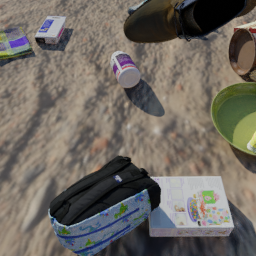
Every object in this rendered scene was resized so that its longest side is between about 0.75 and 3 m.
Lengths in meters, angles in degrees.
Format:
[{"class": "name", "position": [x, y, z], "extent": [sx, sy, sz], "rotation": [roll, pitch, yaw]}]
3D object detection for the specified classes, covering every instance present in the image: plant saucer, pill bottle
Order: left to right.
[{"class": "pill bottle", "position": [-0.139, -2.078, 9.717], "extent": [0.787, 0.787, 1.399], "rotation": [-13, 48, -12]}, {"class": "plant saucer", "position": [4.018, -2.650, 9.716], "extent": [0.272, 1.579, 1.579], "rotation": [-8, 47, -9]}, {"class": "plant saucer", "position": [3.660, -0.235, 8.054], "extent": [2.599, 0.404, 2.599], "rotation": [-1, 57, 1]}]

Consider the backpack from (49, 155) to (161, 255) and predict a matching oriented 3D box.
[{"class": "backpack", "position": [-0.581, 1.628, 5.803], "extent": [2.033, 1.563, 1.658], "rotation": [-15, 28, -33]}]

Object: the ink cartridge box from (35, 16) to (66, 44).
[{"class": "ink cartridge box", "position": [-3.282, -4.275, 12.096], "extent": [0.897, 0.351, 1.894], "rotation": [4, 49, 4]}]

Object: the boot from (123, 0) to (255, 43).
[{"class": "boot", "position": [1.009, -2.255, 5.452], "extent": [2.905, 1.085, 1.408], "rotation": [-10, 21, 27]}]

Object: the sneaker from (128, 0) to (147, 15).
[{"class": "sneaker", "position": [1.322, -5.896, 12.953], "extent": [2.996, 1.293, 1.163], "rotation": [-22, 51, -19]}]

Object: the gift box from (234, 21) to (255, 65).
[{"class": "gift box", "position": [4.806, -3.221, 10.155], "extent": [1.517, 1.499, 1.624], "rotation": [-19, 31, -14]}]

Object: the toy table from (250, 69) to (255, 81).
[{"class": "toy table", "position": [5.243, -1.751, 8.873], "extent": [2.478, 1.579, 2.696], "rotation": [-24, 52, -21]}]

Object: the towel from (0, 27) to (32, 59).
[{"class": "towel", "position": [-4.844, -3.503, 11.437], "extent": [1.502, 0.238, 2.092], "rotation": [-18, 49, -17]}]

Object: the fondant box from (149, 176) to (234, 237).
[{"class": "fondant box", "position": [1.323, 1.745, 6.314], "extent": [1.743, 0.508, 1.257], "rotation": [-1, 47, 1]}]

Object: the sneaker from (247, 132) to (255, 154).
[{"class": "sneaker", "position": [3.719, 0.138, 7.546], "extent": [0.508, 0.587, 1.299], "rotation": [31, 53, 23]}]
